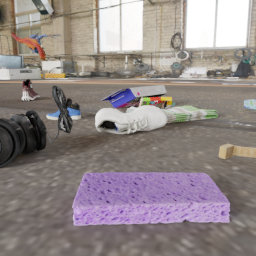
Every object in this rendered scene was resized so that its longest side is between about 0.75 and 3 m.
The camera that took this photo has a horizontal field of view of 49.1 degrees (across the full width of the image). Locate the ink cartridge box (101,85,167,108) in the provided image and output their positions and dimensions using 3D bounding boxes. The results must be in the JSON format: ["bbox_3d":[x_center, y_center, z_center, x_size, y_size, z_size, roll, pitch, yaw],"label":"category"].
[{"bbox_3d":[0.335,-1.417,12.624,1.410,0.552,2.978,-22,-8,43],"label":"ink cartridge box"}]

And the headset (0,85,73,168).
[{"bbox_3d":[-2.281,-0.009,5.563,2.713,1.275,1.676,-7,9,23],"label":"headset"}]

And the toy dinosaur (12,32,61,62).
[{"bbox_3d":[-3.008,-2.567,8.965,1.737,0.912,1.576,1,20,-6],"label":"toy dinosaur"}]

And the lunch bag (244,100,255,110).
[{"bbox_3d":[5.676,-1.020,12.232,0.804,0.412,1.000,-9,15,-29],"label":"lunch bag"}]

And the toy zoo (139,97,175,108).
[{"bbox_3d":[1.230,-1.002,11.606,1.466,0.150,0.962,-2,-20,-4],"label":"toy zoo"}]

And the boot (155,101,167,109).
[{"bbox_3d":[1.316,-0.931,11.048,0.381,0.294,0.786,5,15,17],"label":"boot"}]

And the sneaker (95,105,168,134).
[{"bbox_3d":[0.074,-0.120,7.788,2.075,0.773,0.904,-5,24,7],"label":"sneaker"}]

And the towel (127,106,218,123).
[{"bbox_3d":[1.606,-0.613,10.357,2.764,0.424,2.062,-6,15,-28],"label":"towel"}]

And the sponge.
[{"bbox_3d":[0.272,0.896,3.757,1.868,0.279,1.042,-1,13,-2],"label":"sponge"}]

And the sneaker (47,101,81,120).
[{"bbox_3d":[-2.276,-0.637,9.884,1.184,0.659,0.455,0,12,-2],"label":"sneaker"}]

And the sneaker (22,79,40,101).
[{"bbox_3d":[-5.521,-2.203,15.911,0.757,1.156,2.002,-2,12,-7],"label":"sneaker"}]

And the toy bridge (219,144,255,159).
[{"bbox_3d":[2.703,0.599,5.140,0.651,0.263,1.935,-10,16,-40],"label":"toy bridge"}]
